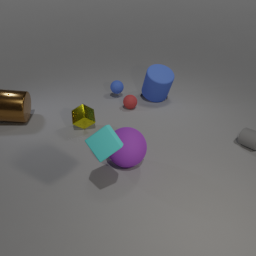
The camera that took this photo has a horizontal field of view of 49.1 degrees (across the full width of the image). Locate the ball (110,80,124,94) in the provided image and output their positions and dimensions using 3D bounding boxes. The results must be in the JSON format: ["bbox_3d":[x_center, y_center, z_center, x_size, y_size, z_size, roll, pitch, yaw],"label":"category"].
[{"bbox_3d":[-0.579,-2.155,14.731,0.700,0.700,0.700,0,31,0],"label":"ball"}]

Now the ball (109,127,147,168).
[{"bbox_3d":[-0.046,0.665,9.717,1.400,1.400,1.400,0,31,0],"label":"ball"}]

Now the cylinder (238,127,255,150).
[{"bbox_3d":[4.752,0.416,10.802,0.700,0.700,0.700,-21,32,-31],"label":"cylinder"}]

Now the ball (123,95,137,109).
[{"bbox_3d":[0.108,-1.282,13.711,0.700,0.700,0.700,0,31,0],"label":"ball"}]

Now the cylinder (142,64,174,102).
[{"bbox_3d":[1.501,-2.270,14.260,1.400,1.400,1.400,6,53,-7],"label":"cylinder"}]

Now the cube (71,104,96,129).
[{"bbox_3d":[-1.894,-0.479,11.897,0.700,0.700,0.700,-27,58,27],"label":"cube"}]

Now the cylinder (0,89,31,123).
[{"bbox_3d":[-5.146,-0.970,12.342,1.400,1.400,1.400,4,30,-6],"label":"cylinder"}]

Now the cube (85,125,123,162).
[{"bbox_3d":[-0.616,0.391,7.438,0.700,0.700,0.700,-36,0,3],"label":"cube"}]
